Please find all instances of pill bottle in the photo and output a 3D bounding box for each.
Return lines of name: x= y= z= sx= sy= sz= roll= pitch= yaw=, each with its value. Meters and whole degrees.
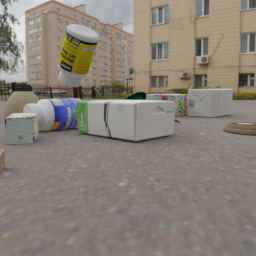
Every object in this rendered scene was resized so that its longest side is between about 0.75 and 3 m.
pill bottle: x=-2.900 y=-0.536 z=11.116 sx=2.210 sy=1.239 sz=1.239 roll=-8 pitch=11 yaw=-42
pill bottle: x=-2.421 y=-3.315 z=13.109 sx=1.476 sy=2.626 sz=1.476 roll=17 pitch=31 yaw=-11

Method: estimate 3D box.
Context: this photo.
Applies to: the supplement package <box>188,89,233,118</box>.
supplement package: x=5.123 y=-1.594 z=17.383 sx=1.637 sy=1.657 sz=2.733 roll=7 pitch=11 yaw=44

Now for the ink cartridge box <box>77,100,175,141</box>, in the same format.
ink cartridge box: x=-0.097 y=-0.369 z=9.816 sx=2.884 sy=1.216 sz=2.107 roll=7 pitch=11 yaw=44

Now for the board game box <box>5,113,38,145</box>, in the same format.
board game box: x=-3.327 y=-0.024 z=8.863 sx=0.812 sy=0.798 sz=1.549 roll=-2 pitch=8 yaw=-14

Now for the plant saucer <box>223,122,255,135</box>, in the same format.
plant saucer: x=4.695 y=0.003 z=10.646 sx=2.035 sy=0.300 sz=2.035 roll=-1 pitch=7 yaw=0

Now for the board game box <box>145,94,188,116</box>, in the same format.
board game box: x=2.403 y=-1.419 z=17.285 sx=2.555 sy=1.340 sz=1.316 roll=-6 pitch=11 yaw=-34

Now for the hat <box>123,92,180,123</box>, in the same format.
hat: x=0.648 y=-0.345 z=13.274 sx=2.429 sy=2.138 sz=2.012 roll=-42 pitch=-20 yaw=21

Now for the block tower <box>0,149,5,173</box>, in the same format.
block tower: x=-3.414 y=0.590 z=5.222 sx=2.003 sy=0.541 sz=0.579 roll=-2 pitch=7 yaw=-16

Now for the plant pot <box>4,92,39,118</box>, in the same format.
plant pot: x=-6.064 y=-1.364 z=16.340 sx=2.241 sy=1.504 sz=2.241 roll=1 pitch=7 yaw=0
